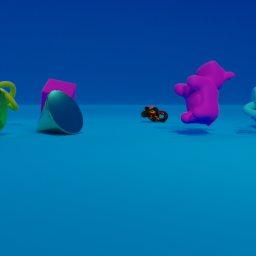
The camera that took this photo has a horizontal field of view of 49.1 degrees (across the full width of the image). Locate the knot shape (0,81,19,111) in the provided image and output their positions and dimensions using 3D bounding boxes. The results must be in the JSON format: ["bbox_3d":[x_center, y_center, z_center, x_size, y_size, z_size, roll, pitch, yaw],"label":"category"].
[{"bbox_3d":[-4.398,-1.045,9.699,1.095,1.170,0.541,-7,32,5],"label":"knot shape"}]

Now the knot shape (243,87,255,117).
[{"bbox_3d":[3.384,-0.421,6.883,1.038,0.513,1.110,35,45,-7],"label":"knot shape"}]

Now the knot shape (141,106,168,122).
[{"bbox_3d":[0.979,-0.561,11.243,1.118,0.517,1.046,17,-1,-21],"label":"knot shape"}]

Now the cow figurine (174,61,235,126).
[{"bbox_3d":[1.978,-0.845,6.978,1.647,1.674,0.919,0,-16,-32],"label":"cow figurine"}]

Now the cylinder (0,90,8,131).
[{"bbox_3d":[-3.449,-0.406,6.289,1.051,1.051,1.051,4,5,5],"label":"cylinder"}]

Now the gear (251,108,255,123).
[{"bbox_3d":[4.558,-0.721,8.239,1.832,0.339,1.832,-41,10,9],"label":"gear"}]

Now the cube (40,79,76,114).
[{"bbox_3d":[-2.607,-1.069,10.535,1.049,1.049,1.049,11,34,-6],"label":"cube"}]

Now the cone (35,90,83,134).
[{"bbox_3d":[-1.982,-0.158,7.134,1.190,1.185,1.185,-27,-8,27],"label":"cone"}]
